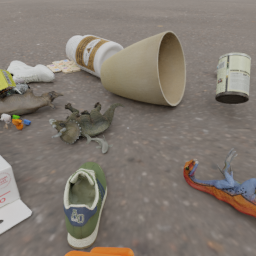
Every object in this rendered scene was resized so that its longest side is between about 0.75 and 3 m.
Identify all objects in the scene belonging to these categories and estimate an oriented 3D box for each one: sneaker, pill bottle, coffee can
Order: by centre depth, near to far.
[{"bbox_3d":[-0.816,1.168,5.598,0.734,0.983,2.190,0,31,0],"label":"sneaker"},{"bbox_3d":[3.351,-1.552,8.920,0.997,1.362,0.997,8,-10,1],"label":"coffee can"},{"bbox_3d":[-3.905,-1.361,10.258,1.530,0.574,0.884,24,36,36],"label":"sneaker"},{"bbox_3d":[-4.034,-2.094,11.506,2.135,0.799,1.064,11,55,14],"label":"sneaker"},{"bbox_3d":[-1.504,-3.202,12.302,1.578,1.578,2.759,-24,39,-34],"label":"pill bottle"}]

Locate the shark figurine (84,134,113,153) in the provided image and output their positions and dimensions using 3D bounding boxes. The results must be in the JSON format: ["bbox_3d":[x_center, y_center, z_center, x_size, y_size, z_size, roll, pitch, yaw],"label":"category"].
[{"bbox_3d":[-0.758,0.335,7.632,0.859,0.359,0.513,29,40,36],"label":"shark figurine"}]

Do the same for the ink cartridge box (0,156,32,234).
[{"bbox_3d":[-3.391,1.113,5.733,2.790,0.946,1.606,27,40,37],"label":"ink cartridge box"}]

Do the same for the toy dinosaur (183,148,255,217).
[{"bbox_3d":[2.078,1.218,5.645,1.980,1.146,2.182,-10,39,23],"label":"toy dinosaur"}]

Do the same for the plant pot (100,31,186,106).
[{"bbox_3d":[0.407,-1.960,9.869,2.584,2.420,2.420,1,27,32],"label":"plant pot"}]

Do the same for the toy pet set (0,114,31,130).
[{"bbox_3d":[-4.064,-0.072,8.155,1.671,0.887,1.560,21,5,14],"label":"toy pet set"}]

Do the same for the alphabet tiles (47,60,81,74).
[{"bbox_3d":[-2.928,-2.918,13.271,1.622,0.121,1.659,-19,36,-27],"label":"alphabet tiles"}]

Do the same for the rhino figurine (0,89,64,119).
[{"bbox_3d":[-3.300,-0.842,9.195,2.411,0.721,1.054,-12,27,-14],"label":"rhino figurine"}]

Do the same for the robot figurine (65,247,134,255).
[{"bbox_3d":[-0.317,2.268,3.709,1.863,1.086,1.340,3,-10,6],"label":"robot figurine"}]

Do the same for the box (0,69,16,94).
[{"bbox_3d":[-4.818,-1.048,8.691,2.435,0.610,0.917,-23,9,-1],"label":"box"}]

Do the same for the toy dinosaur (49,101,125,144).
[{"bbox_3d":[-1.157,-0.146,8.123,2.437,0.938,1.246,-7,50,-29],"label":"toy dinosaur"}]
